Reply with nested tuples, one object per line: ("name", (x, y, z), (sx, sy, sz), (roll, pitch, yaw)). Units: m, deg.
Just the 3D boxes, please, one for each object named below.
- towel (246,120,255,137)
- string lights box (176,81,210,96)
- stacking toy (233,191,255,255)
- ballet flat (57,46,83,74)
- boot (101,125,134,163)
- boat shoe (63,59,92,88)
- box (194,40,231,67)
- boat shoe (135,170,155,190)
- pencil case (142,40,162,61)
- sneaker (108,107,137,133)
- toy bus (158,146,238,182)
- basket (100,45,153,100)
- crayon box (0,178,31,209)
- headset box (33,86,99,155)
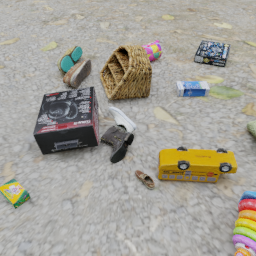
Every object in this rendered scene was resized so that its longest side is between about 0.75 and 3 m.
("towel", (5.848, 0.212, 9.714), (2.907, 0.530, 2.157), (1, 20, 4))
("string lights box", (2.909, -1.782, 12.673), (1.383, 0.408, 0.711), (-1, 40, -1))
("stacking toy", (3.010, 2.716, 6.903), (1.220, 1.154, 2.102), (28, 59, 26))
("ballet flat", (-3.144, -3.454, 14.478), (0.912, 0.912, 2.579), (9, 41, 10))
("boot", (-0.526, 0.551, 9.862), (1.191, 0.474, 1.368), (15, 57, 39))
("boat shoe", (-2.437, -2.768, 13.574), (0.791, 0.834, 2.203), (11, 39, 15))
("box", (4.691, -4.156, 15.484), (1.672, 0.484, 2.104), (14, 42, 16))
("boat shoe", (0.538, 1.546, 8.726), (0.322, 0.306, 0.852), (-30, 48, -31))
("pencil case", (0.723, -3.930, 14.862), (2.268, 1.002, 1.002), (-25, 46, -26))
("sneaker", (-0.295, -0.286, 10.380), (1.330, 0.486, 0.471), (39, 63, 20))
("toy bus", (2.111, 1.158, 8.722), (2.299, 0.900, 0.748), (3, 38, 3))
("basket", (-0.187, -2.658, 12.560), (1.931, 1.850, 2.592), (-6, 40, -12))
("crayon box", (-3.366, 1.926, 8.304), (0.867, 0.252, 0.515), (30, 48, 31))
("headset box", (-2.132, -0.262, 10.164), (2.034, 1.055, 2.733), (-10, 41, 1))
